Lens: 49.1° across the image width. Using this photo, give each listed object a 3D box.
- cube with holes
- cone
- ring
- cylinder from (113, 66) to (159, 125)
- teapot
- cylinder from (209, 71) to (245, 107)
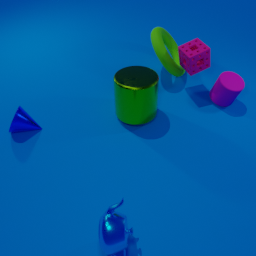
[{"bbox_3d":[2.168,-2.328,9.173,0.741,0.741,0.741,-26,49,-5],"label":"cube with holes"},{"bbox_3d":[-3.076,-0.123,8.669,0.883,0.880,0.880,22,48,-17],"label":"cone"},{"bbox_3d":[1.476,-2.754,10.131,0.392,1.960,1.960,-27,41,30],"label":"ring"},{"bbox_3d":[0.253,-1.023,8.697,1.355,1.355,1.355,-1,41,1],"label":"cylinder"},{"bbox_3d":[-0.247,2.220,6.118,0.724,1.478,0.919,-4,7,4],"label":"teapot"},{"bbox_3d":[3.262,-1.284,9.280,0.848,0.848,0.848,5,57,-8],"label":"cylinder"}]
